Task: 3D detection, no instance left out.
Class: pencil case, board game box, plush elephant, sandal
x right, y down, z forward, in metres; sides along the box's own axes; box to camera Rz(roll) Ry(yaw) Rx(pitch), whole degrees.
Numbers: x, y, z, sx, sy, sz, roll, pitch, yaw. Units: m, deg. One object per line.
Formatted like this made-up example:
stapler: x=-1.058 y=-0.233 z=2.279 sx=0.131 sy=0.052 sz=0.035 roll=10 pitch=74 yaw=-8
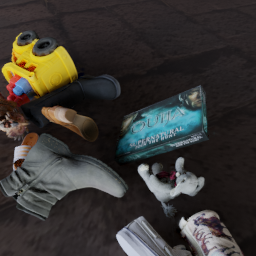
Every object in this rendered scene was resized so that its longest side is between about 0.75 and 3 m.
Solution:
pencil case: x=1.947 y=2.858 z=5.608 sx=1.086 sy=0.945 sz=2.428 roll=13 pitch=34 yaw=-36
board game box: x=0.900 y=-0.053 z=7.912 sx=2.683 sy=0.378 sz=1.814 roll=-21 pitch=38 yaw=29
plush elephant: x=1.151 y=1.284 z=6.859 sx=1.158 sy=1.232 sz=1.496 roll=-34 pitch=64 yaw=21
sandal: x=-3.069 y=0.628 z=8.376 sx=0.640 sy=0.479 sz=1.670 roll=-4 pitch=43 yaw=-4

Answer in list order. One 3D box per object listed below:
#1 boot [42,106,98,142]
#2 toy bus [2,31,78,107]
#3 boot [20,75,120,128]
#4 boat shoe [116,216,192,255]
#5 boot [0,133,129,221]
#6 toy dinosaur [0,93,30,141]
boot: x=-1.808 y=-0.146 z=8.724 sx=1.291 sy=1.662 sz=0.637 roll=9 pitch=72 yaw=41
toy bus: x=-3.679 y=-2.055 z=10.528 sx=2.718 sy=1.844 sz=2.609 roll=28 pitch=66 yaw=29
boot: x=-1.921 y=-0.934 z=9.509 sx=2.753 sy=0.904 sz=2.269 roll=-33 pitch=30 yaw=-35
boat shoe: x=0.965 y=2.842 z=5.738 sx=0.945 sy=0.960 sz=2.706 roll=-34 pitch=46 yaw=-27
boot: x=-1.657 y=1.562 z=7.226 sx=2.995 sy=1.014 sz=1.956 roll=25 pitch=64 yaw=15
toy dinosaur: x=-3.990 y=-0.432 z=9.068 sx=1.866 sy=1.182 sz=2.754 roll=-7 pitch=39 yaw=-8
